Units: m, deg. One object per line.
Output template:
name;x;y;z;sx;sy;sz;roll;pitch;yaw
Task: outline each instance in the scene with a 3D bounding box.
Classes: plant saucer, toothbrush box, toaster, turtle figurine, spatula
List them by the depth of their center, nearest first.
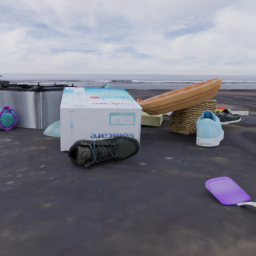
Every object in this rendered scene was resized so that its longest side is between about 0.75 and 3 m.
spatula;1.770;1.096;3.779;0.555;0.202;1.965;-5;11;-19
toothbrush box;-0.913;-0.383;8.332;2.076;1.209;2.836;0;19;-10
plant saucer;1.688;-0.978;9.158;2.795;0.523;2.795;-19;7;2
plant saucer;-1.965;-0.049;9.933;2.007;0.386;2.007;0;11;0
toaster;-3.782;-1.020;11.676;2.571;1.687;2.843;5;11;26
turtle figurine;1.133;-0.969;14.039;1.999;0.798;2.479;7;4;-2

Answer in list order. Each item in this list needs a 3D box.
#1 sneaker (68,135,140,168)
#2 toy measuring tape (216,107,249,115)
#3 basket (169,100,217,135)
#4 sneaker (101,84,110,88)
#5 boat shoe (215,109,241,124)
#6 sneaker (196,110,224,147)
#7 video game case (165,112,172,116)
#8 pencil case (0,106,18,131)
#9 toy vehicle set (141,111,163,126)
sneaker;-0.548;0.524;6.003;1.588;0.607;0.909;-1;11;9
toy measuring tape;4.687;-0.684;13.011;1.732;0.637;0.637;3;10;16
basket;2.262;-0.463;10.001;1.562;1.163;1.115;-7;12;-32
sneaker;-1.467;-1.384;13.005;1.040;0.884;2.279;2;-17;-21
boat shoe;4.333;-0.527;12.077;1.797;0.607;0.645;-6;10;-40
sneaker;2.522;-0.093;8.535;0.834;0.924;2.256;4;10;14
video game case;2.324;-0.526;12.189;1.500;0.135;1.074;22;17;26
pencil case;-5.070;-0.448;10.610;2.002;0.925;0.852;8;10;34
toy vehicle set;-0.002;-0.541;11.891;2.912;0.386;1.809;7;9;11
